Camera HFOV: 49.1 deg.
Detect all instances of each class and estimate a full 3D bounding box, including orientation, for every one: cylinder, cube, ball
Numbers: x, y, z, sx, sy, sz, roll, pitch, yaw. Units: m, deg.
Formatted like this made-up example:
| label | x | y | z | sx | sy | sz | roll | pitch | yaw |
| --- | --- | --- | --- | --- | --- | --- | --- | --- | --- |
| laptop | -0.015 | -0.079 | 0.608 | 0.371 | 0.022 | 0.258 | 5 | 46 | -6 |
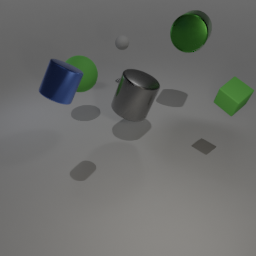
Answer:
| label | x | y | z | sx | sy | sz | roll | pitch | yaw |
| --- | --- | --- | --- | --- | --- | --- | --- | --- | --- |
| cylinder | 2.465 | -3.761 | 10.860 | 1.400 | 1.400 | 1.400 | 11 | 30 | 17 |
| cube | 3.058 | -0.916 | 8.149 | 0.700 | 0.700 | 0.700 | -37 | 67 | -18 |
| cylinder | 0.256 | -1.178 | 10.082 | 1.400 | 1.400 | 1.400 | 16 | 33 | -11 |
| ball | -1.871 | -2.087 | 10.839 | 1.400 | 1.400 | 1.400 | 0 | 32 | 0 |
| cylinder | -1.352 | -0.934 | 5.664 | 0.700 | 0.700 | 0.700 | 24 | 15 | -7 |
| ball | -0.290 | -4.233 | 13.914 | 0.700 | 0.700 | 0.700 | 0 | 32 | 0 |
